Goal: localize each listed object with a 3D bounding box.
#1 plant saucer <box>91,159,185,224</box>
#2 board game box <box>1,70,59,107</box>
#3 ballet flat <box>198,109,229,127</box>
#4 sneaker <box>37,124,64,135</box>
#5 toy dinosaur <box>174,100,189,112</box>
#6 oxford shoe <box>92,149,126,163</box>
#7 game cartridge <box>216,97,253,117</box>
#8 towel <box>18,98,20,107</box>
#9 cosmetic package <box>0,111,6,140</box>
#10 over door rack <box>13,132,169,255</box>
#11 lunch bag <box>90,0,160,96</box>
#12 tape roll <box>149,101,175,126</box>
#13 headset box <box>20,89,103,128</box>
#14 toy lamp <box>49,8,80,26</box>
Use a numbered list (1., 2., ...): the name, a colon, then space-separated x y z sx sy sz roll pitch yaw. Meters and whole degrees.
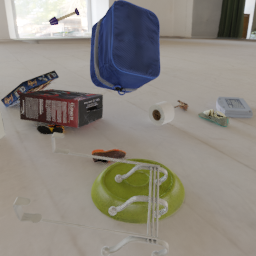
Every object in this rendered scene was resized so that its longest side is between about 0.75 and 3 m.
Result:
1. plant saucer: 0.258 1.472 7.413 2.490 0.387 2.490 0 27 0
2. board game box: -4.956 -2.055 14.387 1.818 0.464 2.684 -28 10 28
3. ballet flat: 3.688 -0.546 12.019 0.550 0.520 1.632 -16 28 -26
4. sneaker: -3.009 0.031 10.979 1.030 0.360 0.464 3 15 -1
5. toy dinosaur: 2.655 -1.052 13.398 0.662 0.419 0.977 22 15 22
6. oxford shoe: -0.591 0.935 8.960 1.130 0.402 0.410 0 56 -16
7. game cartridge: 4.942 -1.014 13.293 1.401 0.437 2.103 0 23 10
8. towel: -4.352 -1.221 13.488 1.474 0.631 1.221 10 27 19
9. cosmetic package: -6.199 0.027 10.026 2.943 1.076 1.523 4 24 8
10. over door rack: -0.602 1.457 6.102 2.975 0.991 2.198 18 35 -6
11. lunch bag: -0.179 -2.647 10.056 2.033 2.993 1.980 9 -14 -30
12. tape roll: 1.397 -0.612 11.682 0.632 0.921 0.921 -19 30 -37
13. headset box: -2.556 -0.876 11.657 2.981 1.118 2.215 8 15 19
14. toy lamp: -2.986 -5.182 13.079 1.465 0.426 0.426 -30 32 -14
